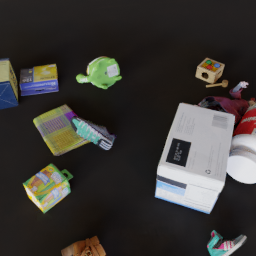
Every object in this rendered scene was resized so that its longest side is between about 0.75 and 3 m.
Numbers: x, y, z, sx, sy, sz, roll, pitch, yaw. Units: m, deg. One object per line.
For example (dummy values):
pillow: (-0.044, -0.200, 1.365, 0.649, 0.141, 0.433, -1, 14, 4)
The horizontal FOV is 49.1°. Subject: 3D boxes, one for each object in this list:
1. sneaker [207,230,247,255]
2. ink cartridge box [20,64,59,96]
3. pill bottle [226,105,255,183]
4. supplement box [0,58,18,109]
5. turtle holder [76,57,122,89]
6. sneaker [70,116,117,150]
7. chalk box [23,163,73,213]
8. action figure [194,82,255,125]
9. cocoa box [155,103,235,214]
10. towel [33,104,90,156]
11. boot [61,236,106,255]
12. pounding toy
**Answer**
sneaker: (2.775, 3.250, 8.099, 1.230, 0.514, 0.743, -25, 61, -20)
ink cartridge box: (-4.245, -2.330, 13.376, 1.730, 0.411, 1.750, -9, 46, -9)
pill bottle: (4.495, 0.519, 9.872, 1.599, 1.599, 2.849, 26, 52, 22)
supplement box: (-5.992, -1.866, 12.305, 1.929, 1.295, 1.927, -13, 48, -12)
turtle holder: (-1.328, -2.490, 13.014, 1.833, 1.393, 1.302, -50, 37, -5)
sneaker: (-1.322, 0.073, 10.756, 1.849, 0.688, 0.809, 37, 40, -5)
chalk box: (-2.475, 1.845, 9.112, 0.886, 0.882, 1.424, 35, 56, 26)
action figure: (4.327, -0.663, 11.457, 2.779, 2.069, 1.861, -12, 75, -35)
cocoa box: (2.194, 0.931, 9.280, 1.928, 1.897, 2.890, 15, 49, 13)
towel: (-2.639, 0.044, 11.235, 1.694, 0.269, 2.358, -28, 52, -23)
boot: (-1.109, 3.739, 7.682, 1.099, 0.543, 1.416, -17, 42, -20)
pounding toy: (4.092, -2.565, 13.361, 1.560, 0.714, 1.371, 30, 54, 25)
